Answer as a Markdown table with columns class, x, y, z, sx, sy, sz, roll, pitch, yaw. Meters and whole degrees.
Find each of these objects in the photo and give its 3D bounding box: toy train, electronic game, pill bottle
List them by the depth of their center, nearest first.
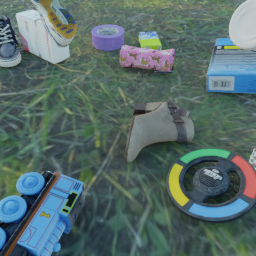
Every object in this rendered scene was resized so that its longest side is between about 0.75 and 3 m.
| class | x | y | z | sx | sy | sz | roll | pitch | yaw |
| --- | --- | --- | --- | --- | --- | --- | --- | --- | --- |
| toy train | -1.819 | 1.874 | 5.378 | 1.368 | 1.038 | 2.394 | 17 | 44 | 10 |
| pill bottle | 2.800 | -1.919 | 5.525 | 1.527 | 0.914 | 0.914 | -2 | 36 | -39 |
| electronic game | 1.871 | 1.199 | 6.301 | 2.021 | 0.421 | 2.021 | -10 | 40 | 8 |

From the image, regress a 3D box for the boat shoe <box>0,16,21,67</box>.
| class | x | y | z | sx | sy | sz | roll | pitch | yaw |
| --- | --- | --- | --- | --- | --- | --- | --- | --- | --- |
| boat shoe | -4.989 | -3.553 | 11.250 | 1.004 | 1.247 | 2.689 | -16 | 44 | -17 |

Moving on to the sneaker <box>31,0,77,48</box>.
| class | x | y | z | sx | sy | sz | roll | pitch | yaw |
| --- | --- | --- | --- | --- | --- | --- | --- | --- | --- |
| sneaker | -2.142 | -3.081 | 7.331 | 0.798 | 0.935 | 2.121 | -25 | 86 | -28 |

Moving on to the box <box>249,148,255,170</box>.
| class | x | y | z | sx | sy | sz | roll | pitch | yaw |
| --- | --- | --- | --- | --- | --- | --- | --- | --- | --- |
| box | 2.968 | 1.128 | 6.700 | 0.313 | 0.335 | 1.617 | 21 | 45 | 22 |

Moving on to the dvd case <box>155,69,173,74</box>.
| class | x | y | z | sx | sy | sz | roll | pitch | yaw |
| --- | --- | --- | --- | --- | --- | --- | --- | --- | --- |
| dvd case | 1.360 | -2.360 | 10.798 | 0.685 | 0.074 | 0.922 | 1 | 42 | 1 |

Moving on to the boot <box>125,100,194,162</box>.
| class | x | y | z | sx | sy | sz | roll | pitch | yaw |
| --- | --- | --- | --- | --- | --- | --- | --- | --- | --- |
| boot | 0.906 | 0.089 | 7.569 | 1.708 | 0.821 | 2.337 | 12 | 49 | 2 |

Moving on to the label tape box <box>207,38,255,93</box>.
| class | x | y | z | sx | sy | sz | roll | pitch | yaw |
| --- | --- | --- | --- | --- | --- | --- | --- | --- | --- |
| label tape box | 3.842 | -2.241 | 9.802 | 1.778 | 0.781 | 2.466 | 6 | 45 | 23 |

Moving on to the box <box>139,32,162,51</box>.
| class | x | y | z | sx | sy | sz | roll | pitch | yaw |
| --- | --- | --- | --- | --- | --- | --- | --- | --- | --- |
| box | 0.937 | -3.757 | 12.174 | 0.827 | 0.323 | 1.356 | -4 | 42 | -4 |

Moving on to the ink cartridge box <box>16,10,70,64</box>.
| class | x | y | z | sx | sy | sz | roll | pitch | yaw |
| --- | --- | --- | --- | --- | --- | --- | --- | --- | --- |
| ink cartridge box | -3.358 | -3.642 | 11.149 | 2.066 | 1.514 | 0.855 | 28 | 46 | 27 |

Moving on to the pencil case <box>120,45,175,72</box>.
| class | x | y | z | sx | sy | sz | roll | pitch | yaw |
| --- | --- | --- | --- | --- | --- | --- | --- | --- | --- |
| pencil case | 0.693 | -2.619 | 10.467 | 2.057 | 0.852 | 0.890 | 9 | 0 | 14 |

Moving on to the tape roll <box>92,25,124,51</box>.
| class | x | y | z | sx | sy | sz | roll | pitch | yaw |
| --- | --- | --- | --- | --- | --- | --- | --- | --- | --- |
| tape roll | -0.866 | -3.947 | 12.190 | 1.400 | 0.595 | 1.400 | 0 | 41 | 0 |
